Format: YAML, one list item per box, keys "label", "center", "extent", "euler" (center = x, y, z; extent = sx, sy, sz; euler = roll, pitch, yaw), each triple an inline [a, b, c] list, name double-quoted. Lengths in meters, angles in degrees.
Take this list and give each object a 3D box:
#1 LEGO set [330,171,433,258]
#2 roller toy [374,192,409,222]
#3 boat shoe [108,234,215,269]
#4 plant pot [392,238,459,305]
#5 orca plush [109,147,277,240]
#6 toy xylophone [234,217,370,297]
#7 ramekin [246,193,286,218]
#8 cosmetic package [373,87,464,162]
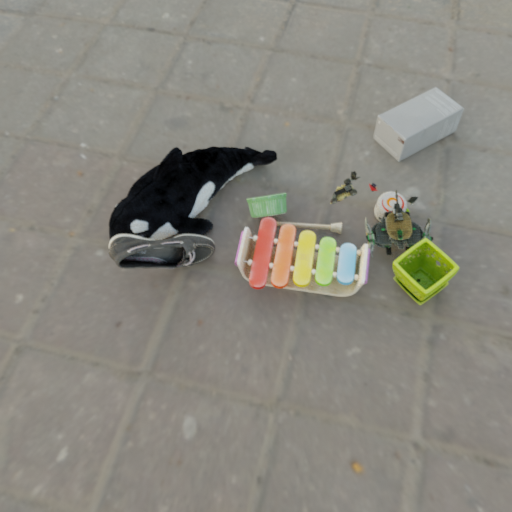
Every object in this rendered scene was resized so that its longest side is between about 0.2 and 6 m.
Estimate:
- label: "LEGO set"
  center: [2.638, -0.732, 11.510]
  extent: [1.530, 0.667, 2.355]
  euler: [-32, 72, -9]
- label: "roller toy"
  center: [2.860, -1.012, 11.974]
  extent: [0.630, 0.483, 0.691]
  euler: [-18, 68, -8]
- label: "boat shoe"
  center: [-1.759, 0.000, 10.866]
  extent: [2.161, 0.722, 0.616]
  euler: [1, 38, -27]
- label: "plant pot"
  center: [3.214, 0.363, 10.817]
  extent: [0.902, 0.823, 0.907]
  euler: [-35, 63, -12]
- label: "orca plush"
  center: [-1.377, -1.618, 11.808]
  extent: [3.996, 1.420, 2.102]
  euler: [-21, 59, -14]
- label: "toy xylophone"
  center: [0.919, -0.068, 11.222]
  extent: [2.641, 0.664, 1.934]
  euler: [1, 56, 2]
- label: "ramekin"
  center: [0.244, -1.058, 11.805]
  extent: [0.850, 0.850, 0.415]
  euler: [-9, 96, -6]
- label: "cosmetic package"
  center: [3.805, -3.113, 13.203]
  extent: [1.872, 0.844, 1.000]
  euler: [-29, 60, -14]
